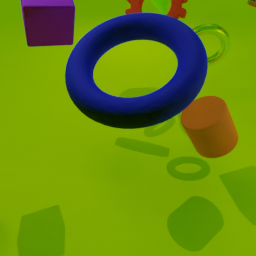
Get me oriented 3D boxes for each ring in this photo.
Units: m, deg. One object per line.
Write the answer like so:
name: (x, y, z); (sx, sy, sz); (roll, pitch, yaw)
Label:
ring: (0.081, -0.815, 3.657); (1.859, 0.372, 1.859); (-5, 59, 8)
ring: (1.830, -1.922, 6.637); (1.141, 1.141, 0.228); (1, 48, 1)

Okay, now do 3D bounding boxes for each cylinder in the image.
cylinder: (1.641, -0.016, 5.631); (0.919, 0.919, 0.919); (-22, 39, 19)

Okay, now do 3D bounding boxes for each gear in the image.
gear: (0.715, -3.104, 7.124); (1.548, 1.548, 0.286); (13, 8, 15)

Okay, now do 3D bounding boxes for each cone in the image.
cone: (1.034, -4.526, 9.362); (1.630, 1.637, 1.630); (-13, 40, 11)

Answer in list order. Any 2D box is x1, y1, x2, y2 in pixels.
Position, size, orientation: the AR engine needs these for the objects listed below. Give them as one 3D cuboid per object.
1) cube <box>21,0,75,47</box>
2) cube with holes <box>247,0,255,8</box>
cube: (-1.422, -2.025, 4.925); (0.817, 0.817, 0.817); (-8, 60, -19)
cube with holes: (3.370, -2.829, 5.733); (1.040, 1.040, 1.040); (7, 32, -19)
